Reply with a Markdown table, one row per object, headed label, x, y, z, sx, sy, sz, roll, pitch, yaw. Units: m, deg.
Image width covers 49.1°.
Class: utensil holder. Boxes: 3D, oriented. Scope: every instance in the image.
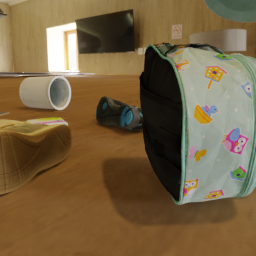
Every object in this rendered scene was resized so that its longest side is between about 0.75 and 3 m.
| label | x | y | z | sx | sy | sz | roll | pitch | yaw |
| --- | --- | --- | --- | --- | --- | --- | --- | --- | --- |
| utensil holder | -3.709 | -1.593 | 12.529 | 1.754 | 1.491 | 1.491 | 6 | 14 | 26 |

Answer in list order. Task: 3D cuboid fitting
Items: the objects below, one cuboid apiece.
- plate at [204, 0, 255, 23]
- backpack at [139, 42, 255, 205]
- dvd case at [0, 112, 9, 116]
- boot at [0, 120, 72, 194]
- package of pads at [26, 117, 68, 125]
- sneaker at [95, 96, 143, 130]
| label | x | y | z | sx | sy | sz | roll | pitch | yaw |
| --- | --- | --- | --- | --- | --- | --- | --- | --- | --- |
| plate | 3.409 | -4.013 | 8.543 | 2.238 | 0.286 | 2.238 | 21 | -8 | 3 |
| backpack | 1.199 | -0.145 | 4.516 | 2.041 | 2.341 | 2.663 | 0 | 21 | 2 |
| dvd case | -5.240 | -0.562 | 11.222 | 0.568 | 0.061 | 0.764 | 3 | 14 | 13 |
| boot | -2.673 | 0.357 | 5.227 | 2.170 | 1.016 | 2.792 | 6 | 13 | 21 |
| package of pads | -2.434 | -0.048 | 8.342 | 1.114 | 0.380 | 0.860 | -6 | 15 | -26 |
| sneaker | -0.226 | -0.388 | 9.186 | 1.041 | 0.930 | 2.541 | 13 | 8 | -35 |
